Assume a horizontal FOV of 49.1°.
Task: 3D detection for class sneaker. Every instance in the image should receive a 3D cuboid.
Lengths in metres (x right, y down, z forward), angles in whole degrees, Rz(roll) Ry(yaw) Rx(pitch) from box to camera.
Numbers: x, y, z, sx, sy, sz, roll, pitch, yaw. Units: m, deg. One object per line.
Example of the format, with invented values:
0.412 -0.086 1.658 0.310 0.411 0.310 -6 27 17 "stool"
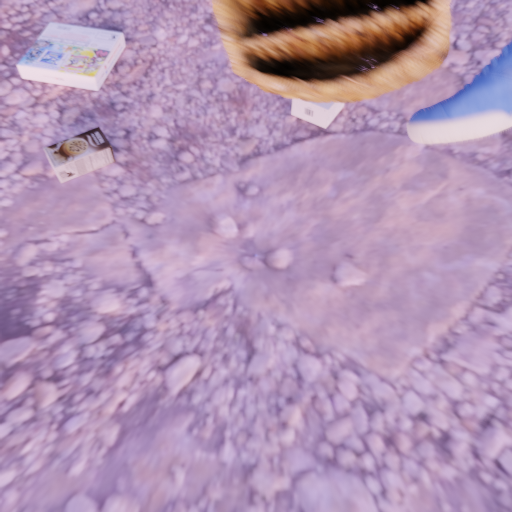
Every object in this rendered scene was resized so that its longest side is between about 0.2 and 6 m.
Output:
3.316 -2.608 7.013 3.147 1.751 1.208 -14 15 25 "sneaker"

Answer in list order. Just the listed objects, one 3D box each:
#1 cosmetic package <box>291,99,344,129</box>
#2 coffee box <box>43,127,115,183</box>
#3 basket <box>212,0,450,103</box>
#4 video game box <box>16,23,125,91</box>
1.139 -2.806 10.197 0.734 0.453 0.736 28 60 18 "cosmetic package"
-2.976 -1.712 9.471 1.000 0.399 0.565 -27 59 -17 "coffee box"
0.928 -3.054 6.942 2.801 2.087 1.999 -1 91 18 "basket"
-3.604 -3.946 11.041 1.621 0.379 1.477 12 54 8 "video game box"
